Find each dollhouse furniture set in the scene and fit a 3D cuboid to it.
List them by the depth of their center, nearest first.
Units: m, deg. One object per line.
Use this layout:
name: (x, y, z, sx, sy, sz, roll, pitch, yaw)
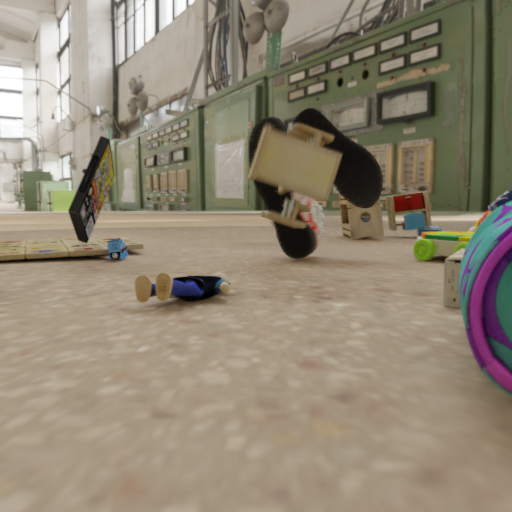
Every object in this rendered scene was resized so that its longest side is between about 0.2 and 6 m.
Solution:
dollhouse furniture set: (0.380, -1.118, 7.320, 0.967, 1.276, 1.455, 18, 0, -9)
dollhouse furniture set: (3.371, -1.401, 14.338, 2.290, 1.604, 1.614, -7, 6, 2)

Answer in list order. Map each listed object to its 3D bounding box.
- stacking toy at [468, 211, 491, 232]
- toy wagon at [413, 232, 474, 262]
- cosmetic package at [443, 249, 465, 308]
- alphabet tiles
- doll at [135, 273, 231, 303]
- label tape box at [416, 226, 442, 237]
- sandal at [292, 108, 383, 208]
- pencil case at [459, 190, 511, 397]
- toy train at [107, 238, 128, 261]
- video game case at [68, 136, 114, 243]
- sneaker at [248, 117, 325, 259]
stacking toy: (5.278, -0.629, 12.596, 1.075, 1.075, 1.471, -2, -10, -21)
toy wagon: (3.685, -0.121, 8.901, 1.705, 0.435, 2.198, -5, 7, -36)
cosmetic package: (2.191, 0.207, 5.482, 0.552, 0.466, 1.069, 3, 6, 25)
alphabet tiles: (-4.188, -0.141, 10.193, 3.936, 0.125, 3.276, -4, 6, -21)
doll: (-0.607, 0.303, 5.432, 0.797, 0.283, 1.168, -6, -4, 28)
label tape box: (4.525, -0.608, 14.641, 0.581, 0.255, 0.805, 1, 9, 11)
sandal: (1.460, -1.712, 9.688, 0.806, 2.145, 0.483, -41, -21, 13)
pencil case: (1.816, 0.105, 3.386, 1.028, 1.116, 2.415, 47, 20, 10)
toy train: (-2.258, -0.109, 9.154, 0.264, 0.348, 0.610, -5, 6, -1)
video game case: (-2.549, -0.991, 8.751, 0.180, 1.276, 1.412, 19, -19, -5)
sneaker: (0.537, -1.119, 9.333, 0.767, 2.298, 1.231, -16, 4, 18)
